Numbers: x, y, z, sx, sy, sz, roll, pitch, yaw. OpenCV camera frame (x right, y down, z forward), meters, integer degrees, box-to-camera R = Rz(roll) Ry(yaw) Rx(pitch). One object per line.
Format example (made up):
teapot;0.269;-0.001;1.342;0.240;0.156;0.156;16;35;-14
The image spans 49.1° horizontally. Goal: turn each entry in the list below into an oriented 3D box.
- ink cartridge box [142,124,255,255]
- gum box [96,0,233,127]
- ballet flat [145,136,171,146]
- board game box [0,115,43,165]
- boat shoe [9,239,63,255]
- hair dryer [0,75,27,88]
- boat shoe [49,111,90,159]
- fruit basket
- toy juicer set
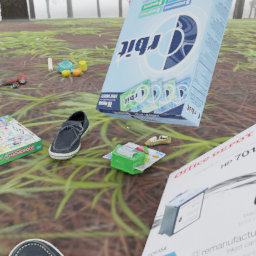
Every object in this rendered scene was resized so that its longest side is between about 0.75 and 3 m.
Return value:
ink cartridge box;1.416;1.398;3.869;1.233;2.103;2.872;47;31;-8
gum box;0.686;-1.579;5.914;2.463;2.899;0.646;8;-13;47
ballet flat;0.874;0.347;8.203;0.790;0.249;0.271;-6;27;-11
board game box;-3.764;0.319;8.161;1.577;0.341;2.343;-22;34;-38
boat shoe;-0.986;2.333;3.556;1.036;0.865;2.778;-15;29;-24
hair dryer;-5.375;-2.282;13.314;1.102;0.393;1.447;8;27;18
boat shoe;-1.677;0.153;8.109;0.833;0.695;2.232;6;29;9
fruit basket;0.180;0.667;7.200;1.171;0.593;1.264;17;28;30
toy juicer set;-3.355;-3.076;14.830;2.176;0.592;1.384;7;44;4
